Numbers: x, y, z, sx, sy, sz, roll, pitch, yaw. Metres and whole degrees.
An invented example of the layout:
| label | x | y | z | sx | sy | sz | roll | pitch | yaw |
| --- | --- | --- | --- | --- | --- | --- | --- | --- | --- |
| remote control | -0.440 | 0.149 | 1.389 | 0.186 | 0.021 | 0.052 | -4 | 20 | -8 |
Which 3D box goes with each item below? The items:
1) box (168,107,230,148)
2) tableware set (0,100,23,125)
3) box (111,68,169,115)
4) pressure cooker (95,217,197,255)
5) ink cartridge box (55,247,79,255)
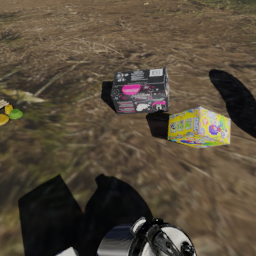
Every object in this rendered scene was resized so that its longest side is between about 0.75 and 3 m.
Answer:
| label | x | y | z | sx | sy | sz | roll | pitch | yaw |
| --- | --- | --- | --- | --- | --- | --- | --- | --- | --- |
| box | 1.669 | 0.025 | 6.612 | 1.043 | 0.636 | 1.004 | 17 | -19 | -30 |
| tableware set | -4.043 | -0.223 | 8.139 | 1.194 | 0.272 | 1.772 | 26 | 42 | 29 |
| box | 0.412 | -1.096 | 8.438 | 1.600 | 0.918 | 1.058 | -2 | 50 | 13 |
| pressure cooker | 0.293 | 1.841 | 3.764 | 1.161 | 1.320 | 1.179 | 26 | 59 | -29 |
| ink cartridge box | -0.225 | 2.644 | 2.352 | 1.042 | 1.813 | 2.497 | -26 | 41 | -20 |
